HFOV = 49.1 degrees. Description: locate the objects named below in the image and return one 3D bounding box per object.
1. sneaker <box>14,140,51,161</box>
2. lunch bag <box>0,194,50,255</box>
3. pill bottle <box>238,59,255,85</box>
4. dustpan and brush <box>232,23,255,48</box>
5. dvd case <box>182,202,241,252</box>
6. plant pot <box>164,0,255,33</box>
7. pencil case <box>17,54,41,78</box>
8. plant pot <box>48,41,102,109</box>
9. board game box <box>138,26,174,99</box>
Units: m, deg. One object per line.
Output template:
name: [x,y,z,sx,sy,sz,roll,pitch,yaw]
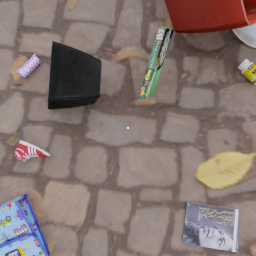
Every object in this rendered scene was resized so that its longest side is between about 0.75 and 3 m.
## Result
sneaker: [-2.865,0.802,8.339,1.063,0.379,0.598,20,76,11]
lunch bag: [-3.197,3.145,7.751,1.535,0.959,2.039,-26,93,-6]
pill bottle: [3.865,-1.774,8.795,0.441,0.441,0.772,-44,83,-7]
dustpan and brush: [4.375,-2.921,9.020,1.467,0.602,2.102,-29,74,-5]
dvd case: [2.409,2.843,8.084,1.578,0.126,1.174,9,79,1]
plant pot: [2.468,-4.101,7.689,2.822,2.487,2.819,-30,106,-33]
pencil case: [-3.145,-1.955,8.872,0.345,0.351,0.822,34,77,35]
plant pot: [-1.563,-1.393,8.168,1.425,1.607,1.603,4,83,-14]
board game box: [0.806,-1.851,8.028,0.234,1.046,1.996,22,111,12]
